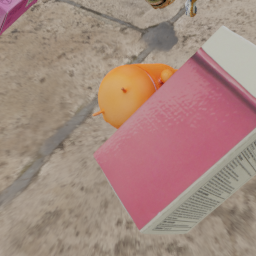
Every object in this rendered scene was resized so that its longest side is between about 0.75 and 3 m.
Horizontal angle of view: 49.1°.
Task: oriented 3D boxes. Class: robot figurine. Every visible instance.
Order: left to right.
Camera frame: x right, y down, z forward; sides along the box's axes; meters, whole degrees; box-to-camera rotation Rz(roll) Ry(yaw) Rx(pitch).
[{"bbox_3d":[0.276,-0.588,5.268,1.498,1.215,2.083,17,21,34],"label":"robot figurine"}]

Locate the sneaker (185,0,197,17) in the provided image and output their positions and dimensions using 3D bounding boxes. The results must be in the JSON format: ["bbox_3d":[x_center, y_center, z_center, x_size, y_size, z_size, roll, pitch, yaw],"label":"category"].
[{"bbox_3d":[1.694,-3.456,7.634,0.302,0.803,0.354,-11,30,-26],"label":"sneaker"}]

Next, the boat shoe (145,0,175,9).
[{"bbox_3d":[0.526,-2.436,4.869,0.666,1.800,0.597,43,95,-2],"label":"boat shoe"}]

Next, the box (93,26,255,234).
[{"bbox_3d":[1.154,0.207,4.389,2.750,1.758,1.498,-45,55,10],"label":"box"}]

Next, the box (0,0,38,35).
[{"bbox_3d":[-2.777,-3.022,5.542,1.731,0.837,1.523,39,52,-18],"label":"box"}]
